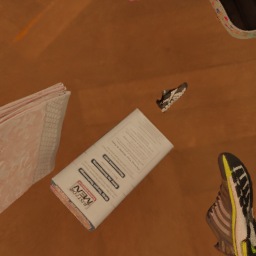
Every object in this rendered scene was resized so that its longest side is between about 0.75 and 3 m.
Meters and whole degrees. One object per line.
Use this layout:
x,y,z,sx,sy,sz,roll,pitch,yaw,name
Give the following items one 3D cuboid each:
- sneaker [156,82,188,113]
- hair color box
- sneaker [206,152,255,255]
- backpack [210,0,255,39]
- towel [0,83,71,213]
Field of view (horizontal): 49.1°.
1.116,-0.878,7.298,0.446,0.327,0.985,42,105,-9,sneaker
-0.313,0.881,6.483,1.347,0.815,2.693,46,59,6,hair color box
1.899,1.537,5.399,0.866,0.791,2.140,-7,89,42,sneaker
2.714,-2.945,6.256,1.593,1.351,1.794,-29,82,14,backpack
-2.181,0.566,5.610,0.422,2.616,2.498,29,33,12,towel
